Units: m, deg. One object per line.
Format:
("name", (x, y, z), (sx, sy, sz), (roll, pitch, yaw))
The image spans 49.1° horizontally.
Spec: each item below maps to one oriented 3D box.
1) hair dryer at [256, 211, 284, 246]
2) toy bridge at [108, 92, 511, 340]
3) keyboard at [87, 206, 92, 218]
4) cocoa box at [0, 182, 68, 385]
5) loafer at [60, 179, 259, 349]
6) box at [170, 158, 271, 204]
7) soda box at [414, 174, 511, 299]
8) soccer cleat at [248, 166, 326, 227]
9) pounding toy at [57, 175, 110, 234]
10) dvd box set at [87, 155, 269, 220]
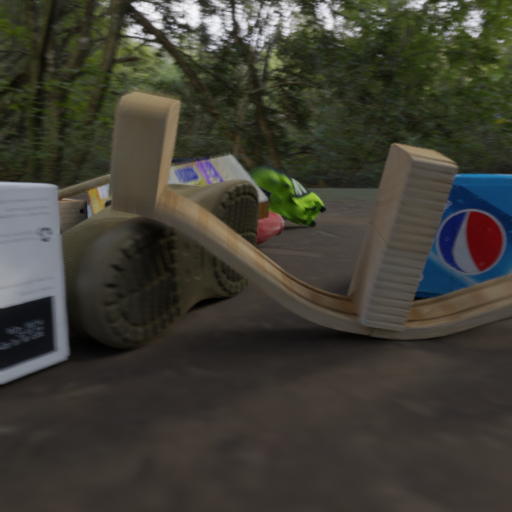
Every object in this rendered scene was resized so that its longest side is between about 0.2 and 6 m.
("hair dryer", (-1.038, -0.518, 9.121), (3.088, 0.839, 2.352), (-1, 10, -8))
("toy bridge", (1.030, -0.096, 4.116), (4.137, 1.391, 0.563), (10, 20, -7))
("keyboard", (-2.463, -0.522, 9.106), (3.091, 0.165, 0.870), (1, 47, 33))
("cocoa box", (-2.139, 0.195, 3.056), (1.180, 1.199, 1.798), (4, 9, 27))
("loafer", (-0.837, -0.128, 5.193), (1.102, 1.242, 3.267), (8, 11, 18))
("box", (-0.832, -0.959, 9.999), (1.761, 1.010, 1.163), (21, -7, -38))
("soda box", (2.914, -0.337, 6.575), (1.158, 1.224, 3.609), (6, 10, 34))
("soccer cleat", (0.434, -1.359, 12.189), (1.245, 1.037, 3.071), (42, 13, 28))
("pounding toy", (-3.119, -0.538, 7.993), (1.583, 1.223, 1.720), (-8, 12, -41))
("dvd box set", (-1.171, -0.781, 7.987), (2.297, 0.338, 1.680), (-15, 35, -15))
